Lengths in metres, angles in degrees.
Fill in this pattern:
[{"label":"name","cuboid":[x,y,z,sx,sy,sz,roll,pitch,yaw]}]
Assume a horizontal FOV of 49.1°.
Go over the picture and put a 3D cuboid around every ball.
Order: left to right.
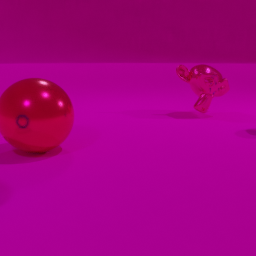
[{"label":"ball","cuboid":[-1.702,-0.230,5.212,1.389,1.389,1.389,0,14,0]}]

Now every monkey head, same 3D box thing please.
[{"label":"monkey head","cuboid":[2.289,-1.202,8.513,1.897,1.365,1.143,22,10,-24]}]
